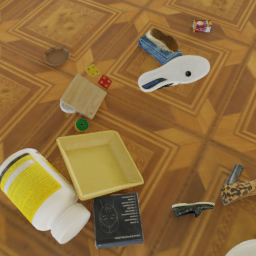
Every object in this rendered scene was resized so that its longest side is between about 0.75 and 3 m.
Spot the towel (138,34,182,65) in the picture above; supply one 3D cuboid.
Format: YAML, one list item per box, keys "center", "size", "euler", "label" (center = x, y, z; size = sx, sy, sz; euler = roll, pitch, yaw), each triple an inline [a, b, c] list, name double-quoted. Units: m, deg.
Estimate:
- center: [1.475, -3.711, 12.946]
  size: [1.124, 0.489, 2.013]
  euler: [-36, 65, -21]
  label: "towel"

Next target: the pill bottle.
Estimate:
- center: [-2.583, 2.091, 8.687]
  size: [2.897, 1.612, 1.612]
  euler: [38, 65, 21]
  label: "pill bottle"

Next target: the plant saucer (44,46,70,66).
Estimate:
- center: [-3.244, -3.249, 12.821]
  size: [1.197, 0.219, 1.197]
  euler: [0, 58, -1]
  label: "plant saucer"

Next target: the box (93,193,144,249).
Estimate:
- center: [-0.313, 2.859, 8.630]
  size: [1.425, 0.883, 1.400]
  euler: [-5, 58, -3]
  label: "box"

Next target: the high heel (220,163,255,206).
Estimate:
- center: [4.270, 2.209, 8.993]
  size: [2.359, 0.842, 1.682]
  euler: [19, 52, 30]
  label: "high heel"

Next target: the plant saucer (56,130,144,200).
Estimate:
- center: [-1.002, 1.253, 9.433]
  size: [2.370, 0.574, 2.370]
  euler: [-7, 53, -34]
  label: "plant saucer"

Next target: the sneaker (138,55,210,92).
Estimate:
- center: [1.572, -1.847, 9.268]
  size: [2.318, 1.297, 0.847]
  euler: [-11, 99, 25]
  label: "sneaker"

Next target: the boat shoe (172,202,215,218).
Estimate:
- center: [2.116, 2.659, 8.988]
  size: [1.348, 0.504, 0.447]
  euler: [-2, 59, 0]
  label: "boat shoe"

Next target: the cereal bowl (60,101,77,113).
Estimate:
- center: [-2.296, -0.903, 11.253]
  size: [0.845, 0.352, 0.845]
  euler: [3, 52, -4]
  label: "cereal bowl"

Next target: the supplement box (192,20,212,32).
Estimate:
- center: [3.664, -5.023, 13.826]
  size: [0.871, 0.373, 0.481]
  euler: [0, 58, 0]
  label: "supplement box"

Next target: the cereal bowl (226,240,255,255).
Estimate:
- center: [3.620, 4.374, 7.606]
  size: [2.455, 1.022, 2.455]
  euler: [0, 59, 0]
  label: "cereal bowl"

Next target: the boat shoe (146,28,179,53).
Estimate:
- center: [1.302, -3.236, 10.425]
  size: [1.377, 0.432, 0.505]
  euler: [28, 77, -27]
  label: "boat shoe"

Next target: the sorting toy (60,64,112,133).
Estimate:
- center: [-1.751, -1.253, 11.151]
  size: [1.412, 0.495, 2.928]
  euler: [32, 59, -13]
  label: "sorting toy"
